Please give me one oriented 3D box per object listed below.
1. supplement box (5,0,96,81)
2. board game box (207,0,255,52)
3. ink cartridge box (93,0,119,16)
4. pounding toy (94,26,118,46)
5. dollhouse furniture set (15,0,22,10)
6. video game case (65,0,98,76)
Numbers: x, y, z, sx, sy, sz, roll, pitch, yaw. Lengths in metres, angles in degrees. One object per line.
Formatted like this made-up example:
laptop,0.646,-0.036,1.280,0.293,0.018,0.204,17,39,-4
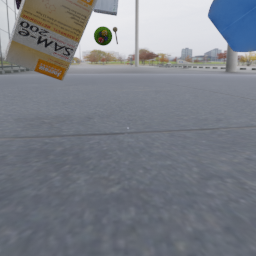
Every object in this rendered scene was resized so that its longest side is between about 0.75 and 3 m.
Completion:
supplement box,-1.348,-1.805,4.852,1.056,1.676,0.616,16,22,-30
board game box,2.667,-2.414,5.961,1.512,1.913,0.373,-35,-29,20
ink cartridge box,-0.745,-3.805,8.280,0.951,0.949,0.193,8,-20,-9
pounding toy,-0.911,-3.765,11.500,1.021,0.788,0.474,-3,22,-2
dollhouse furniture set,-3.065,-4.048,8.932,1.159,1.294,1.633,18,33,28
video game case,-1.996,-3.140,7.937,0.251,2.057,2.877,-25,-16,-40
